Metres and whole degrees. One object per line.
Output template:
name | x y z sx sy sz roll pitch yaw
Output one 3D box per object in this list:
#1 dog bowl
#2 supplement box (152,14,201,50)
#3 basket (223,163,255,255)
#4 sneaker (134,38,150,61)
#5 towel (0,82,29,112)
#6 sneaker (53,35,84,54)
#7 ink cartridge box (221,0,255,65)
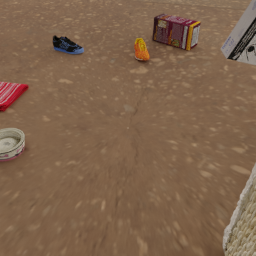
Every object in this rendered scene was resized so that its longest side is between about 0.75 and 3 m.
dog bowl | -2.936 0.416 6.744 0.940 0.346 0.940 0 38 0
supplement box | 2.032 -4.126 11.960 1.866 1.030 0.799 27 45 29
basket | 2.441 1.928 3.266 2.378 2.400 1.930 12 46 15
sneaker | 0.497 -3.106 11.047 0.552 0.583 1.511 -7 40 -10
towel | -4.346 -1.101 8.775 2.032 0.229 1.470 8 38 11
sneaker | -2.476 -3.418 11.442 1.441 0.561 0.505 14 40 18
ink cartridge box | 2.875 -2.256 5.828 0.912 1.941 0.429 6 47 -21
